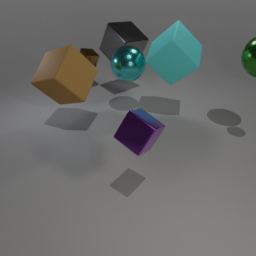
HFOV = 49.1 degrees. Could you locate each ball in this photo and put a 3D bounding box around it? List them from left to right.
[{"bbox_3d":[0.011,-2.527,11.027,1.400,1.400,1.400,0,31,0],"label":"ball"},{"bbox_3d":[4.422,-2.310,9.084,1.400,1.400,1.400,0,31,0],"label":"ball"}]

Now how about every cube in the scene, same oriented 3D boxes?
[{"bbox_3d":[-2.171,-1.787,9.707,1.400,1.400,1.400,-1,61,39],"label":"cube"},{"bbox_3d":[-1.928,-3.380,13.583,0.700,0.700,0.700,-10,48,-42],"label":"cube"},{"bbox_3d":[-0.202,-3.785,12.637,1.400,1.400,1.400,-21,63,-38],"label":"cube"},{"bbox_3d":[0.255,0.072,6.006,0.700,0.700,0.700,37,20,16],"label":"cube"},{"bbox_3d":[1.714,-2.740,10.341,1.400,1.400,1.400,-30,30,42],"label":"cube"}]
